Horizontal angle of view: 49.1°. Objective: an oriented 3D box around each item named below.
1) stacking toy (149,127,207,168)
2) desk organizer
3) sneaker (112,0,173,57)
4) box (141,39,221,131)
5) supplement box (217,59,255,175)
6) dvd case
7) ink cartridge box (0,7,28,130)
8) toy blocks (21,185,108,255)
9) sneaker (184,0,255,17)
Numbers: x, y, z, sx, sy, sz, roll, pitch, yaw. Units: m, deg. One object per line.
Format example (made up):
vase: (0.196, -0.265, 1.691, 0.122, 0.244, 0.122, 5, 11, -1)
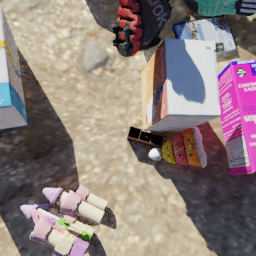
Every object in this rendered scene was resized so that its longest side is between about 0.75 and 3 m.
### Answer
stacking toy: (1.352, 0.666, 7.847, 1.557, 1.138, 1.138, -14, 78, 15)
desk organizer: (0.504, 0.270, 8.101, 1.042, 0.401, 0.374, 16, 79, 3)
sneaker: (0.347, -2.812, 5.905, 1.241, 0.898, 2.539, -13, 123, -25)
box: (1.204, -0.944, 7.214, 1.249, 2.349, 1.789, 0, 81, -10)
supplement box: (3.503, -0.266, 7.659, 1.488, 1.519, 2.940, -7, 80, -3)
dvd case: (2.420, -2.872, 8.874, 1.784, 0.157, 1.273, -12, 78, -2)
ink cartridge box: (-4.036, -1.439, 7.512, 2.003, 1.993, 2.730, -9, 78, -11)
toy blocks: (-1.862, 2.462, 6.794, 1.949, 2.163, 2.315, 26, 82, 1)
sneaker: (2.991, -4.050, 8.945, 2.336, 0.869, 1.022, 19, 38, 17)
